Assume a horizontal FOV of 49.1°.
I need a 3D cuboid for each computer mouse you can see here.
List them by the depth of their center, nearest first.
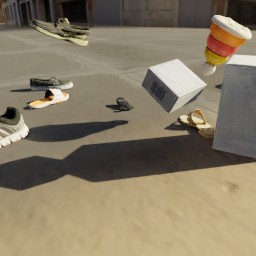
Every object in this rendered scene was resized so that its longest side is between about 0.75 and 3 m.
[{"bbox_3d":[-0.234,-1.071,13.095,0.752,0.286,1.086,-10,38,-20],"label":"computer mouse"}]

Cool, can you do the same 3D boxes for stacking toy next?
[{"bbox_3d":[3.520,-3.076,10.971,1.627,2.227,1.627,18,36,-13],"label":"stacking toy"}]

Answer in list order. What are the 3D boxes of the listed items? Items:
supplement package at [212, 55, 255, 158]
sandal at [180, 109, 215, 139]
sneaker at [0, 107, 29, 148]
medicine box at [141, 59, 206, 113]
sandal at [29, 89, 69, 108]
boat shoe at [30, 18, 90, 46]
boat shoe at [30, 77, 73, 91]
[{"bbox_3d":[3.971,-0.757,9.218,1.724,2.939,1.718,12,28,25],"label":"supplement package"},{"bbox_3d":[2.790,-0.372,11.018,0.807,0.724,2.201,-8,26,-16],"label":"sandal"},{"bbox_3d":[-4.679,0.096,9.356,1.075,1.274,2.913,16,30,29],"label":"sneaker"},{"bbox_3d":[1.333,-1.258,8.177,1.367,0.704,1.245,-25,64,-37],"label":"medicine box"},{"bbox_3d":[-3.789,-1.519,13.563,0.843,0.630,2.200,18,30,33],"label":"sandal"},{"bbox_3d":[-2.593,-3.942,11.088,2.473,0.813,0.884,5,29,-42],"label":"boat shoe"},{"bbox_3d":[-4.285,-2.501,15.610,2.339,0.662,0.803,-5,26,-10],"label":"boat shoe"}]
